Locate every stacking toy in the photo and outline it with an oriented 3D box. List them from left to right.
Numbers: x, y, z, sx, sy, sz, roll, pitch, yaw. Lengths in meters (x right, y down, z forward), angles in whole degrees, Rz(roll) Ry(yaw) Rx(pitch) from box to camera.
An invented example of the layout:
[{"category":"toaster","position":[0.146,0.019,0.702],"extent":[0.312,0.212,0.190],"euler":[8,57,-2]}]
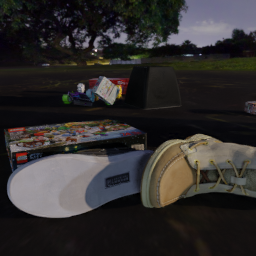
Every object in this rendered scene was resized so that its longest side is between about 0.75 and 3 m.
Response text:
[{"category":"stacking toy","position":[-1.628,-1.661,13.516],"extent":[2.229,0.695,2.956],"euler":[2,15,8]}]

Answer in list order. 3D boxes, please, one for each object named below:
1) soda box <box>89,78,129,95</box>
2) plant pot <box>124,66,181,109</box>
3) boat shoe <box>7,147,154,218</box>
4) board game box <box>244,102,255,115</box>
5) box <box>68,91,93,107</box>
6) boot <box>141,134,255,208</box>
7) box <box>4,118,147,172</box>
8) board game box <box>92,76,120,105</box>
[{"category":"soda box","position":[-0.900,-2.373,15.892],"extent":[2.513,0.880,0.797],"euler":[2,14,9]},{"category":"plant pot","position":[1.068,-1.850,12.230],"extent":[1.902,1.691,1.906],"euler":[-7,15,-26]},{"category":"boat shoe","position":[-0.537,0.707,4.145],"extent":[2.401,0.824,0.680],"euler":[-2,8,-34]},{"category":"board game box","position":[4.870,-0.731,10.420],"extent":[0.646,0.392,0.810],"euler":[-3,15,-11]},{"category":"box","position":[-2.080,-1.282,12.148],"extent":[0.817,0.206,1.142],"euler":[5,27,-30]},{"category":"boot","position":[1.420,0.693,4.027],"extent":[1.780,0.829,2.301],"euler":[13,18,36]},{"category":"box","position":[-1.198,0.298,6.148],"extent":[2.680,0.505,1.830],"euler":[-7,16,-26]},{"category":"board game box","position":[-0.882,-1.511,11.343],"extent":[0.323,0.742,1.006],"euler":[16,-15,46]}]
